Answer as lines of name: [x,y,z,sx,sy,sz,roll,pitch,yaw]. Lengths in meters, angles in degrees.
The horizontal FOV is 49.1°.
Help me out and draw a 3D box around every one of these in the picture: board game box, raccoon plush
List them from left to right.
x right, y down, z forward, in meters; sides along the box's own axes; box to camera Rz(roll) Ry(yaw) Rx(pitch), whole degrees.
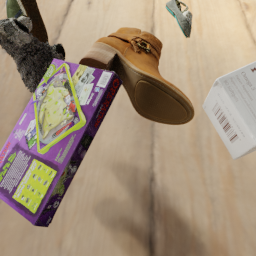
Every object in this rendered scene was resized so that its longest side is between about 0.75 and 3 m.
raccoon plush: [-2.487,-1.334,6.521,1.660,1.198,2.477,13,78,-33]
board game box: [-1.241,0.093,4.527,1.492,0.402,2.486,21,79,30]

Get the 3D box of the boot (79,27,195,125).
boot: [0.410,-1.206,5.862,2.473,0.948,1.920,24,43,8]

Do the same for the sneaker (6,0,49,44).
sneaker: [-2.823,-2.764,7.684,0.935,2.084,0.699,-9,6,41]

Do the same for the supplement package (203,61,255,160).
supplement package: [2.473,-0.492,4.562,2.018,1.184,1.180,-25,72,-4]

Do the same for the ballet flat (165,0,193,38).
ballet flat: [1.591,-3.324,8.235,0.542,0.573,1.701,-33,51,19]
